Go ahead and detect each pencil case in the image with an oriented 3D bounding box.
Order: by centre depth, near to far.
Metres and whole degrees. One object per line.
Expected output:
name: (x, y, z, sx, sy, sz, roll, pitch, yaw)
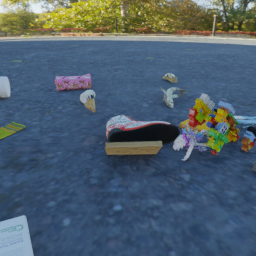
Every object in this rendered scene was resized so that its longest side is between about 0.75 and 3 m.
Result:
pencil case: (-3.258, -2.725, 16.633, 2.128, 0.881, 0.920, -8, -1, -15)

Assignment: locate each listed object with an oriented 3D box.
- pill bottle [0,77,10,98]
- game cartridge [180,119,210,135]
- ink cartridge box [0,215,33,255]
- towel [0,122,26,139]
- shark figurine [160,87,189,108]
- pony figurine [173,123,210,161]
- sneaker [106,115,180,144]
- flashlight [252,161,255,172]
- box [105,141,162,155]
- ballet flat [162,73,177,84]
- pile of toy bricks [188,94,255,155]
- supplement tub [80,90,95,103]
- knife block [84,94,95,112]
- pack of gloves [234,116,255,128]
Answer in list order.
pill bottle: (-7.470, -2.093, 14.641, 2.265, 1.294, 1.294, -5, 24, -10)
game cartridge: (2.998, -0.143, 11.531, 1.195, 0.220, 1.356, 20, 28, 39)
ink cartridge box: (-2.820, 2.798, 4.199, 2.902, 0.590, 2.908, -10, 25, -22)
towel: (-4.898, 0.188, 10.791, 0.782, 0.164, 1.818, 11, 26, 26)
shark figurine: (2.188, -1.676, 14.507, 1.203, 0.840, 2.014, 42, 44, 8)
pony figurine: (2.119, 0.433, 9.249, 1.218, 1.176, 1.014, 10, 20, -25)
sneaker: (0.480, -0.014, 10.345, 2.615, 0.873, 1.402, -6, 27, -7)
flashlight: (4.348, 1.277, 7.806, 0.539, 0.541, 1.593, -21, 30, -35)
box: (0.145, 0.646, 8.745, 1.674, 0.178, 1.368, -2, -15, -2)
ballet flat: (2.798, -3.363, 18.544, 0.554, 0.513, 1.571, -8, 24, -25)
pile of toy bricks: (3.088, 0.216, 9.228, 2.766, 1.365, 1.534, 35, -2, -42)
supplement tub: (-2.058, -1.626, 14.437, 0.588, 0.588, 0.812, 6, 23, 14)
knife block: (-1.645, -1.190, 13.020, 0.800, 0.256, 0.703, 32, 63, 22)
pack of gloves: (5.158, -0.229, 11.759, 1.684, 0.332, 1.415, 1, 12, -6)
